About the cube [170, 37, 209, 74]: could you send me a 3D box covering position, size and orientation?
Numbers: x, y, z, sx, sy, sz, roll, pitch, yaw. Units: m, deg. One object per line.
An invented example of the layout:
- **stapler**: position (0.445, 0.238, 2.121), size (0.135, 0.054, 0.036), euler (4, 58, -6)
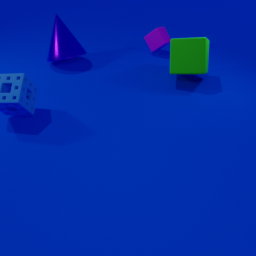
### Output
- **cube**: position (2.135, -2.452, 9.651), size (1.159, 1.159, 1.159), euler (4, 13, 20)

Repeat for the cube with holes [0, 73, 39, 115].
- **cube with holes**: position (-3.215, -0.932, 7.952), size (0.883, 0.883, 0.883), euler (0, 71, 9)

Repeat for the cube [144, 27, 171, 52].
- **cube**: position (1.263, -3.718, 11.767), size (0.709, 0.709, 0.709), euler (-26, 6, 40)

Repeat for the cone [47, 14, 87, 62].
- **cone**: position (-2.541, -3.535, 10.766), size (1.619, 1.625, 1.619), euler (-10, 21, 4)
